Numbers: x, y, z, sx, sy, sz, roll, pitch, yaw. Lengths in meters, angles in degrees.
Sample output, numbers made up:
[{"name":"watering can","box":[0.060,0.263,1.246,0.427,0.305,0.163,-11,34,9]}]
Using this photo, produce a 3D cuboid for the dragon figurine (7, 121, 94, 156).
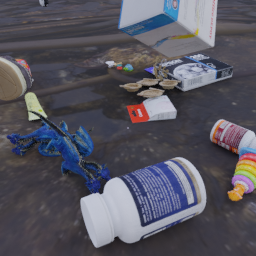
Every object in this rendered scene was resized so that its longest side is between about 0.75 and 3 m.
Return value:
[{"name":"dragon figurine","box":[-2.171,0.359,7.910,2.322,0.683,1.154,5,33,9]}]

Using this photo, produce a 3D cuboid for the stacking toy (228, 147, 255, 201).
[{"name":"stacking toy","box":[2.809,1.225,6.665,0.846,0.800,1.457,21,49,37]}]

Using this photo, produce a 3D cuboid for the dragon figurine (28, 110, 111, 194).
[{"name":"dragon figurine","box":[-1.342,0.457,6.796,1.264,2.543,0.748,-21,8,47]}]

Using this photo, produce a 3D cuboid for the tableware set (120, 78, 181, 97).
[{"name":"tableware set","box":[0.863,-1.660,11.068,1.845,0.256,2.208,16,30,36]}]

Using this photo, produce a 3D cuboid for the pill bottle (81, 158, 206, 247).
[{"name":"pill bottle","box":[0.286,1.492,5.645,2.298,1.277,1.277,-15,36,-22]}]

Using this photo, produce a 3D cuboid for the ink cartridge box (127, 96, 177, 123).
[{"name":"ink cartridge box","box":[0.800,-0.691,9.823,1.501,0.428,1.220,-2,33,-10]}]

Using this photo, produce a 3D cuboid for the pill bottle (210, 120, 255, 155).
[{"name":"pill bottle","box":[3.088,0.321,7.915,0.734,0.734,1.340,-28,42,-36]}]

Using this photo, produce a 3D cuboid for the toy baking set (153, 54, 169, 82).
[{"name":"toy baking set","box":[1.399,-2.549,11.958,0.127,1.092,0.838,-14,-2,-37]}]

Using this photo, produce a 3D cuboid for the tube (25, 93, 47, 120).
[{"name":"tube","box":[-3.311,-0.741,9.900,0.444,0.398,1.532,-42,44,6]}]

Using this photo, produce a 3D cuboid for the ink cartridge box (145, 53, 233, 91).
[{"name":"ink cartridge box","box":[2.670,-2.717,12.678,2.834,0.621,2.861,-19,37,-25]}]

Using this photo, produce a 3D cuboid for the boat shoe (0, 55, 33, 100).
[{"name":"boat shoe","box":[-2.992,-1.295,6.698,2.896,1.041,0.938,8,31,45]}]

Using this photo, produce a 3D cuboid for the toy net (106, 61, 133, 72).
[{"name":"toy net","box":[-0.485,-2.877,13.257,1.398,0.270,0.734,15,39,24]}]

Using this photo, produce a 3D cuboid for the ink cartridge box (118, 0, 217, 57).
[{"name":"ink cartridge box","box":[1.447,-3.966,9.558,2.791,2.054,2.019,14,-10,-43]}]

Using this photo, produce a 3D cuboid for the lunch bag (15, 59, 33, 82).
[{"name":"lunch bag","box":[-5.077,-2.144,11.562,2.076,0.851,1.829,-16,36,-22]}]

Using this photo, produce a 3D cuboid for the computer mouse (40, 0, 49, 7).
[{"name":"computer mouse","box":[-2.352,-3.545,7.783,0.173,0.433,0.789,-19,12,-17]}]
